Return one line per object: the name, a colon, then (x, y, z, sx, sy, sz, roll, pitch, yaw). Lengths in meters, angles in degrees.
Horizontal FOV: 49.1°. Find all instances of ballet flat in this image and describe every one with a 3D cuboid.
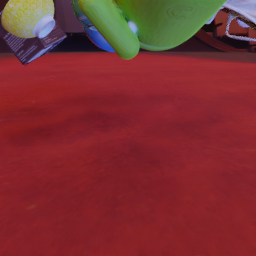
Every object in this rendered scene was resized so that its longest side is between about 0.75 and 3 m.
ballet flat: (2.053, -2.423, 5.735, 2.839, 0.986, 0.986, 27, 24, 7)

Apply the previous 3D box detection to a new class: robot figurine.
robot figurine: (0.510, -1.900, 3.509, 1.484, 2.250, 2.565, 37, -9, -5)

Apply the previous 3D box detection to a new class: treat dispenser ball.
treat dispenser ball: (-0.466, -3.973, 10.114, 2.405, 2.405, 2.405, 0, 18, 0)

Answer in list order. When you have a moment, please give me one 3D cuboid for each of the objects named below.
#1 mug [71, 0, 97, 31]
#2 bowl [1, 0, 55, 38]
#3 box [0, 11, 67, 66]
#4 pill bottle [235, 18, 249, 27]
mug: (-0.527, -3.130, 6.664, 1.952, 1.469, 2.375, 13, 17, 40)
bowl: (-1.917, -2.268, 5.791, 0.650, 1.208, 1.208, 44, 22, -3)
box: (-2.862, -2.863, 8.230, 1.188, 1.431, 1.175, -23, 20, 35)
pill bottle: (2.917, -3.022, 6.989, 0.593, 0.593, 1.070, 2, 47, 6)
